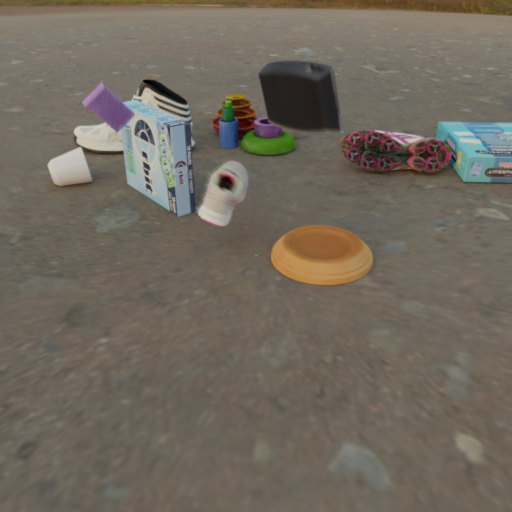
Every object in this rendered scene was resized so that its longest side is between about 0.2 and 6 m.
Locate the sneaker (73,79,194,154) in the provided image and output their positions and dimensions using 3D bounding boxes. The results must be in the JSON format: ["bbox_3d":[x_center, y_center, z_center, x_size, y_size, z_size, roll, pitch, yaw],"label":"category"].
[{"bbox_3d":[-3.334,-3.803,15.013,3.294,1.895,1.243,0,30,1],"label":"sneaker"}]

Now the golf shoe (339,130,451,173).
[{"bbox_3d":[3.389,-2.599,14.021,2.686,0.975,1.237,8,17,0],"label":"golf shoe"}]

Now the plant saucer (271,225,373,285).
[{"bbox_3d":[1.188,-0.091,10.124,1.835,0.343,1.835,-1,30,0],"label":"plant saucer"}]

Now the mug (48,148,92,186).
[{"bbox_3d":[-4.389,-1.980,13.198,0.842,1.026,0.822,-20,67,-15],"label":"mug"}]

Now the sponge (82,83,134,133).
[{"bbox_3d":[-2.360,-2.370,9.026,0.438,0.785,0.117,-45,55,4],"label":"sponge"}]

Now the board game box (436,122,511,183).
[{"bbox_3d":[6.027,-2.686,14.292,2.166,0.673,2.870,1,30,2],"label":"board game box"}]

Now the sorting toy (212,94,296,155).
[{"bbox_3d":[-0.235,-3.790,15.659,1.807,1.234,3.007,-21,37,-33],"label":"sorting toy"}]

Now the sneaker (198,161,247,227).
[{"bbox_3d":[-0.484,-1.291,10.177,0.693,0.751,1.702,21,41,-5],"label":"sneaker"}]

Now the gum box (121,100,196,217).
[{"bbox_3d":[-2.155,-2.143,12.085,0.508,1.937,2.279,-22,37,-33],"label":"gum box"}]

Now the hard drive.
[{"bbox_3d":[0.777,-2.941,10.534,0.418,1.331,1.974,-29,32,-24],"label":"hard drive"}]
